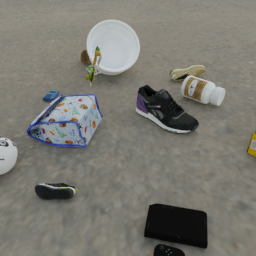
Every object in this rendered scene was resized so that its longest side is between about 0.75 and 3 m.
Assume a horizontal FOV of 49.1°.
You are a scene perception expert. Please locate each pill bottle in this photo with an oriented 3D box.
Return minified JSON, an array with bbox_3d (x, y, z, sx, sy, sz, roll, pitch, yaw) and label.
[{"bbox_3d":[3.358,-1.641,12.535,1.744,0.997,0.997,26,43,31],"label":"pill bottle"}]

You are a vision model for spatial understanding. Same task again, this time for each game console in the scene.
[{"bbox_3d":[1.113,3.009,6.712,1.590,0.325,2.696,7,37,9],"label":"game console"}]

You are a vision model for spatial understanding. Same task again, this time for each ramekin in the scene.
[{"bbox_3d":[-0.825,-4.050,14.528,2.679,2.679,1.306,-8,-2,-11],"label":"ramekin"}]

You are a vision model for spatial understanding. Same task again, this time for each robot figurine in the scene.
[{"bbox_3d":[-4.578,0.767,8.997,2.012,1.255,1.512,11,46,15],"label":"robot figurine"}]

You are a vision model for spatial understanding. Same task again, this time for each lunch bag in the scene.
[{"bbox_3d":[-2.399,-0.342,10.472,2.271,1.406,1.931,0,36,20],"label":"lunch bag"}]

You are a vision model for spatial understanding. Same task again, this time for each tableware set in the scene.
[{"bbox_3d":[-1.458,-2.567,11.571,0.235,1.529,1.030,11,39,-22],"label":"tableware set"}]

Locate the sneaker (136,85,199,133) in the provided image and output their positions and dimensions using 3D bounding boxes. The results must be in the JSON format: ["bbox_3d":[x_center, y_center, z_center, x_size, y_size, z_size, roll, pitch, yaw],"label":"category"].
[{"bbox_3d":[1.474,-0.818,11.165,2.916,1.277,1.104,26,43,31],"label":"sneaker"}]

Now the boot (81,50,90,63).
[{"bbox_3d":[-1.696,-4.208,16.254,1.564,0.773,2.015,-6,-4,-43],"label":"boot"}]

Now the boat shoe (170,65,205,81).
[{"bbox_3d":[3.159,-2.733,14.468,1.919,0.688,0.731,-14,52,-6],"label":"boat shoe"}]

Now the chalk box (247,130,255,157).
[{"bbox_3d":[5.057,0.336,9.823,0.991,0.996,1.602,28,46,33],"label":"chalk box"}]

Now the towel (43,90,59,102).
[{"bbox_3d":[-3.588,-1.508,13.040,0.466,0.202,0.834,9,37,13],"label":"towel"}]

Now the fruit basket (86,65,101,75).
[{"bbox_3d":[-1.794,-3.155,15.171,0.716,0.363,0.773,-26,49,-24],"label":"fruit basket"}]

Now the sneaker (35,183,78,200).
[{"bbox_3d":[-2.122,1.865,8.327,1.259,0.451,0.521,7,12,8],"label":"sneaker"}]
